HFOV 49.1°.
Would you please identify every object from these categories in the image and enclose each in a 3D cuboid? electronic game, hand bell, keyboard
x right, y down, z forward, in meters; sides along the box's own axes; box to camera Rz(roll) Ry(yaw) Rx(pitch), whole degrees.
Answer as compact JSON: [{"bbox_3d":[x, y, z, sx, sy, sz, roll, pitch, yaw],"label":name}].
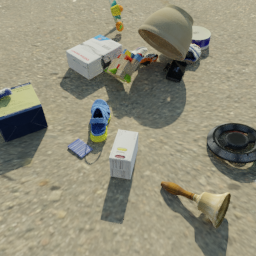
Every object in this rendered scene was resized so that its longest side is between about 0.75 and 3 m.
[{"bbox_3d":[4.183,0.530,10.839,2.195,0.457,2.195,-5,40,4],"label":"electronic game"},{"bbox_3d":[2.044,2.203,9.095,2.200,1.145,1.145,19,48,34],"label":"hand bell"},{"bbox_3d":[2.371,-2.990,14.433,1.053,0.225,1.754,19,48,9],"label":"keyboard"}]

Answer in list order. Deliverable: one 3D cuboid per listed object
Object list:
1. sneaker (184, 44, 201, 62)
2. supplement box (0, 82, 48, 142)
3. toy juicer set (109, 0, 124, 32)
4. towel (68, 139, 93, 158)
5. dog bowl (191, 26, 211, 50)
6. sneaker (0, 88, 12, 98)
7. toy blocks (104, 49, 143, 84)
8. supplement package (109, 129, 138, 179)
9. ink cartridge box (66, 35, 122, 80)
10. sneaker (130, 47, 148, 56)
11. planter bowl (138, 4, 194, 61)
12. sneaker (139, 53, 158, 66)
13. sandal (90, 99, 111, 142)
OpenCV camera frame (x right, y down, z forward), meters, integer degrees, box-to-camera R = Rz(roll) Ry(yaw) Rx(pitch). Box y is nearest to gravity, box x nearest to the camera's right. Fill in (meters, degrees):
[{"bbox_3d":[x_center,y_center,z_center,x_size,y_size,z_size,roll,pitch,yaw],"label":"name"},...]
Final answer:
[{"bbox_3d":[2.786,-4.193,15.141,2.265,0.853,0.998,14,47,13],"label":"sneaker"},{"bbox_3d":[-4.512,-0.696,11.511,1.802,1.210,1.800,-22,50,-20],"label":"supplement box"},{"bbox_3d":[-0.563,-6.821,16.938,0.753,1.761,2.768,-18,37,4],"label":"toy juicer set"},{"bbox_3d":[-1.867,0.781,10.889,0.846,0.101,0.613,33,52,26],"label":"towel"},{"bbox_3d":[3.894,-5.226,16.255,1.716,0.676,1.716,0,46,0],"label":"dog bowl"},{"bbox_3d":[-5.040,-1.264,10.998,0.908,0.367,0.524,-4,50,6],"label":"sneaker"},{"bbox_3d":[-0.165,-3.070,13.347,1.443,1.055,2.111,-59,32,1],"label":"toy blocks"},{"bbox_3d":[-0.125,0.932,10.034,0.763,1.072,1.377,8,46,8],"label":"supplement package"},{"bbox_3d":[-1.727,-3.743,14.586,1.742,1.005,2.401,34,55,28],"label":"ink cartridge box"},{"bbox_3d":[0.514,-3.838,15.103,1.662,0.622,0.828,-31,82,-34],"label":"sneaker"},{"bbox_3d":[2.099,-4.840,13.842,2.716,2.716,1.828,34,93,29],"label":"planter bowl"},{"bbox_3d":[1.000,-3.697,14.993,1.273,0.482,0.586,-25,43,-32],"label":"sneaker"},{"bbox_3d":[-1.160,-0.507,11.530,0.876,0.959,2.204,-5,44,-2],"label":"sandal"}]
